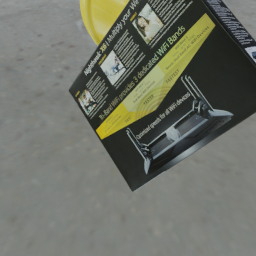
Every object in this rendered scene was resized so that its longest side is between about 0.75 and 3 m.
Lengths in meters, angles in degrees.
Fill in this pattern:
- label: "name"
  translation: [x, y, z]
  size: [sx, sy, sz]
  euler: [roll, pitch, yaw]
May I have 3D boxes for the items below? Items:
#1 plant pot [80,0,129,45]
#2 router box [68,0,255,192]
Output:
- label: "plant pot"
  translation: [0.414, -2.419, 5.894]
  size: [2.595, 2.595, 2.442]
  euler: [-11, 35, -11]
- label: "router box"
  translation: [0.310, -0.401, 2.893]
  size: [0.497, 1.901, 1.495]
  euler: [-22, 75, -47]
